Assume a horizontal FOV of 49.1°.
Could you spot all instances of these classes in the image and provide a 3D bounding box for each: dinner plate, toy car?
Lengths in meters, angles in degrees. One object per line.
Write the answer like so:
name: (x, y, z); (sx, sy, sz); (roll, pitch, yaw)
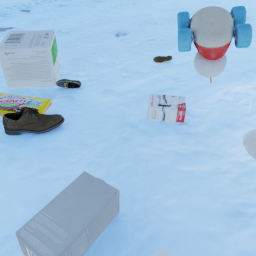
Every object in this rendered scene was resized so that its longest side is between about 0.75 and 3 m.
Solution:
dinner plate: (5.089, 0.597, 9.480); (2.212, 0.268, 2.212); (-1, 38, 1)
toy car: (2.288, -2.165, 7.826); (1.764, 1.914, 1.692); (-1, 50, 10)

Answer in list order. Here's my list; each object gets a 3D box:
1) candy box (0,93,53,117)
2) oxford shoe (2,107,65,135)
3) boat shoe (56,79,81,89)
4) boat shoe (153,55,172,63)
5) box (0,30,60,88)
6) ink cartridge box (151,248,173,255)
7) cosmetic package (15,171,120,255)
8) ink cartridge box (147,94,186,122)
candy box: (-4.519, -0.884, 11.308); (2.579, 0.341, 1.318); (8, 36, 10)
oxford shoe: (-3.411, -0.310, 10.110); (2.174, 0.918, 0.790); (-7, 36, -11)
boat shoe: (-2.694, -1.989, 12.678); (1.148, 0.409, 0.346); (-2, 34, -7)
boat shoe: (1.860, -3.685, 14.999); (1.017, 0.367, 0.366); (-7, 6, 8)
box: (-4.474, -3.231, 13.012); (2.272, 1.947, 2.261); (-2, 38, -6)
ink cartridge box: (0.062, 3.508, 5.218); (2.430, 0.810, 1.407); (-18, 41, -22)
cosmetic package: (-1.320, 2.240, 6.748); (1.235, 1.042, 2.311); (25, 41, 28)
ink cartridge box: (1.495, -0.795, 10.966); (1.453, 0.608, 1.048); (4, 38, 5)
